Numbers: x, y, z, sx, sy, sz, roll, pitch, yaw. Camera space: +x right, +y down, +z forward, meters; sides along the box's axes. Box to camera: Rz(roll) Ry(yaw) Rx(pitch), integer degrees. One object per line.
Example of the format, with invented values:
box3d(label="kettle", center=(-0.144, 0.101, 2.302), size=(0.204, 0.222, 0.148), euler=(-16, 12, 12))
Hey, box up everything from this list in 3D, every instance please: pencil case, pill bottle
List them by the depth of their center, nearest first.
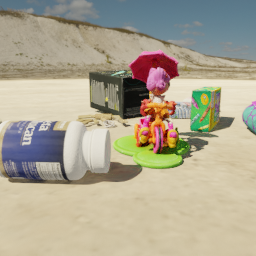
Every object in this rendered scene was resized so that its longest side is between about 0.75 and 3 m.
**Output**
box3d(label="pill bottle", center=(-1.438, 0.436, 5.590), size=(2.112, 1.173, 1.173), euler=(1, 13, 4))
box3d(label="pencil case", center=(4.374, -0.237, 8.935), size=(0.962, 1.045, 2.262), euler=(-10, 9, 10))

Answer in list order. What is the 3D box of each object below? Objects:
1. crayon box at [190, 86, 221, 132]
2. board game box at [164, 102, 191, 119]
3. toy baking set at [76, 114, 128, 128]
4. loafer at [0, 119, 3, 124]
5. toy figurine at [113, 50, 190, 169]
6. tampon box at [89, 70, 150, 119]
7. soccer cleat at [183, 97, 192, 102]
box3d(label="crayon box", center=(2.974, -0.783, 10.545), size=(0.695, 1.416, 2.385), euler=(6, 13, 25))
box3d(label="board game box", center=(2.695, -0.859, 12.815), size=(1.809, 0.558, 1.810), euler=(-2, 13, -3))
box3d(label="toy baking set", center=(-1.012, -0.281, 11.090), size=(2.223, 0.259, 1.706), euler=(2, 16, 9))
box3d(label="loafer", center=(-4.833, -0.046, 8.621), size=(0.892, 0.805, 2.357), euler=(6, 14, 25))
box3d(label="toy figurine", center=(0.653, -0.664, 7.263), size=(2.139, 2.623, 2.850), euler=(0, 13, -2))
box3d(label="tampon box", center=(-0.242, -1.695, 13.203), size=(2.140, 1.803, 2.856), euler=(-11, 20, -34))
box3d(label="soccer cleat", center=(3.540, -1.202, 14.109), size=(1.957, 0.684, 0.845), euler=(10, 16, 36))
